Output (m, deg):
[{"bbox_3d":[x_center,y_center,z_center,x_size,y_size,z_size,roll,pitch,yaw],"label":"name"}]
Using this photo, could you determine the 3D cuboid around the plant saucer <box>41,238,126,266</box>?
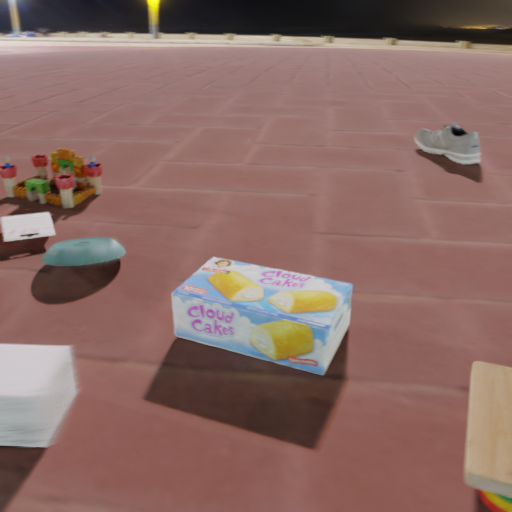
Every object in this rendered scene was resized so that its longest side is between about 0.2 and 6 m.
[{"bbox_3d":[-3.241,-0.117,10.526,1.532,0.275,1.532,-3,12,1],"label":"plant saucer"}]

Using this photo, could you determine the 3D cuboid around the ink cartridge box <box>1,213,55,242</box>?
[{"bbox_3d":[-4.756,-0.517,11.712,0.997,0.308,1.229,-9,32,-23],"label":"ink cartridge box"}]

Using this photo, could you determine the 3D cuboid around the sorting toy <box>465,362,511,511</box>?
[{"bbox_3d":[3.213,2.098,5.942,1.885,0.660,1.896,9,28,19],"label":"sorting toy"}]

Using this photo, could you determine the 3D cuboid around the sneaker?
[{"bbox_3d":[5.946,-3.639,17.234,0.967,1.061,2.587,-13,29,-24],"label":"sneaker"}]

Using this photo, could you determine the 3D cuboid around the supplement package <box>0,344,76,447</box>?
[{"bbox_3d":[-3.023,1.641,6.749,1.329,0.737,1.035,2,24,2],"label":"supplement package"}]

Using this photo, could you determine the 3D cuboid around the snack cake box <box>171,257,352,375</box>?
[{"bbox_3d":[0.109,0.816,8.406,2.384,0.801,1.371,11,29,20],"label":"snack cake box"}]

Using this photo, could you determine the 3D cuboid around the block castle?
[{"bbox_3d":[-5.056,-2.016,13.931,2.238,1.050,1.496,12,28,23],"label":"block castle"}]
